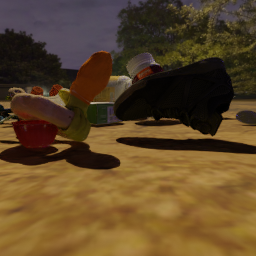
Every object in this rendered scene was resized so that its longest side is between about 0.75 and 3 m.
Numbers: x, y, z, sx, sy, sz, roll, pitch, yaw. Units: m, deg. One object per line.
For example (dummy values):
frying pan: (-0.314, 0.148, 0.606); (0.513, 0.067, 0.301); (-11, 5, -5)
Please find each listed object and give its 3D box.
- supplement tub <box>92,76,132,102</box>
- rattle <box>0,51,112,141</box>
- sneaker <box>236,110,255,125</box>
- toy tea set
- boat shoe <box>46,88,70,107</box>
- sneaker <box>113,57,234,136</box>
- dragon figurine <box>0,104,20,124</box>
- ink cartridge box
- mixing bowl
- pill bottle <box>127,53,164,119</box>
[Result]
supplement tub: (-0.757, -1.475, 13.067); (2.566, 1.866, 1.866); (3, 7, 21)
rattle: (-1.635, -0.665, 5.962); (1.653, 1.814, 2.539); (11, -5, -31)
sneaker: (4.293, -0.303, 9.425); (1.308, 0.483, 0.536); (7, -5, 15)
toy tea set: (-3.169, -0.846, 10.137); (2.275, 0.842, 1.353); (-17, 58, -44)
boat shoe: (-2.224, -0.375, 8.400); (1.073, 1.010, 2.987); (39, 18, -5)
sneaker: (1.055, -0.453, 6.318); (2.770, 1.587, 1.059); (-17, -26, 4)
dragon figurine: (-4.654, -0.486, 9.576); (1.182, 0.699, 2.377); (5, 7, 38)
ink cartridge box: (-1.434, -0.597, 10.407); (2.441, 0.724, 1.267); (6, 9, 44)
mixing bowl: (-1.723, 0.114, 5.309); (0.889, 0.482, 0.889); (0, 7, 0)
pill bottle: (0.977, -1.708, 11.269); (1.396, 2.445, 1.396); (-24, -18, -8)
